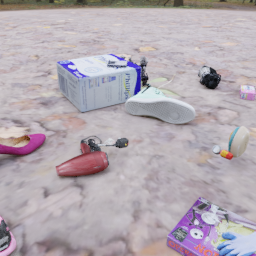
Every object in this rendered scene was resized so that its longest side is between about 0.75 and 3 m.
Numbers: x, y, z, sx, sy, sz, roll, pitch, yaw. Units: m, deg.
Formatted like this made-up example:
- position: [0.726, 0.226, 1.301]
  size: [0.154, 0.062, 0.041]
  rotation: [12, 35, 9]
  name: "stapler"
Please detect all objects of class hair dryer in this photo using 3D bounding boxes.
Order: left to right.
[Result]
- position: [-1.199, 0.884, 8.471]
  size: [1.758, 0.627, 2.308]
  rotation: [0, 19, 39]
  name: "hair dryer"

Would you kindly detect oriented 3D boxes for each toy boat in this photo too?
- position: [2.962, 0.464, 7.998]
  size: [1.240, 1.042, 0.576]
  rotation: [-30, 44, -32]
  name: "toy boat"

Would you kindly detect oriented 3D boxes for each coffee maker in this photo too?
- position: [4.232, -2.548, 14.097]
  size: [1.230, 0.862, 1.280]
  rotation: [2, 30, 3]
  name: "coffee maker"

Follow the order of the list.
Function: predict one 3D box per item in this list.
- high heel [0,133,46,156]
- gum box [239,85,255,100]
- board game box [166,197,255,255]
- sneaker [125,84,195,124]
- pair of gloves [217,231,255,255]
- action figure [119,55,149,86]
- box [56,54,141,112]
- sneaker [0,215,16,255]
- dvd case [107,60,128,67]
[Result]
- position: [-3.581, 0.362, 8.649]
  size: [0.754, 1.074, 2.235]
  rotation: [23, 37, 35]
  name: "high heel"
- position: [5.544, -1.666, 13.032]
  size: [0.592, 0.345, 1.043]
  rotation: [8, 30, 14]
  name: "gum box"
- position: [2.258, 2.457, 5.671]
  size: [2.547, 0.411, 1.529]
  rotation: [21, 40, 33]
  name: "board game box"
- position: [1.471, -1.082, 11.190]
  size: [2.806, 1.032, 1.655]
  rotation: [12, 37, 25]
  name: "sneaker"
- position: [2.383, 2.428, 5.241]
  size: [1.099, 0.156, 1.367]
  rotation: [-12, 32, -21]
  name: "pair of gloves"
- position: [0.312, -3.190, 14.742]
  size: [1.631, 1.400, 2.744]
  rotation: [-9, 33, -6]
  name: "action figure"
- position: [-1.333, -2.173, 12.694]
  size: [2.963, 1.554, 2.725]
  rotation: [-16, 34, -27]
  name: "box"
- position: [-3.144, 1.903, 6.020]
  size: [2.041, 0.974, 0.806]
  rotation: [21, 37, 35]
  name: "sneaker"
- position: [-0.454, -2.771, 12.074]
  size: [0.828, 0.102, 0.623]
  rotation: [3, 30, 3]
  name: "dvd case"
